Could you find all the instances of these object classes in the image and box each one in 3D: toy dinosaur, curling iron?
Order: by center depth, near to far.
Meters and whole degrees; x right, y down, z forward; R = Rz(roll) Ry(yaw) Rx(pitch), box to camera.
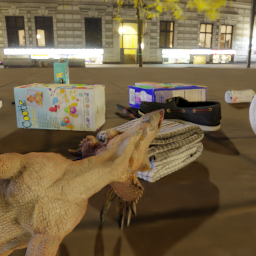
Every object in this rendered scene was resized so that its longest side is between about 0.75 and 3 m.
[{"bbox_3d":[-0.938,0.708,2.622,2.781,1.194,1.885,-12,3,11],"label":"toy dinosaur"},{"bbox_3d":[0.019,-0.533,9.003,0.438,0.226,1.767,-4,15,-30],"label":"curling iron"}]

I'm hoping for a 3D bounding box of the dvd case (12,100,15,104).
[{"bbox_3d":[-4.225,-1.117,11.503,0.773,0.095,1.084,-1,14,-7],"label":"dvd case"}]

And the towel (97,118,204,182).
[{"bbox_3d":[0.386,0.246,5.029,1.356,0.701,1.638,13,19,43],"label":"towel"}]

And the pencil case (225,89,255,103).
[{"bbox_3d":[4.507,-1.291,11.314,1.162,0.527,0.483,-3,14,-16],"label":"pencil case"}]

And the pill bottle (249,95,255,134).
[{"bbox_3d":[3.949,-0.421,6.154,2.529,1.428,1.428,-11,18,-36],"label":"pill bottle"}]

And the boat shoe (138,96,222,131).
[{"bbox_3d":[1.372,-0.535,7.729,2.413,0.756,0.883,12,26,34],"label":"boat shoe"}]

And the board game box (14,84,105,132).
[{"bbox_3d":[-1.746,-0.595,7.455,2.094,1.098,1.078,3,15,9],"label":"board game box"}]

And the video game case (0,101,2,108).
[{"bbox_3d":[-5.590,-0.704,8.931,2.536,0.279,2.312,4,13,-15],"label":"video game case"}]

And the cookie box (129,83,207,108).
[{"bbox_3d":[1.395,-1.141,10.106,2.180,0.819,1.865,-6,14,-25],"label":"cookie box"}]

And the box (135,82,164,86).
[{"bbox_3d":[1.018,-1.875,13.453,1.180,0.575,0.734,12,19,39],"label":"box"}]

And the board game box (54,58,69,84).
[{"bbox_3d":[-2.228,-1.473,9.571,0.380,1.619,1.223,-1,22,-8],"label":"board game box"}]
